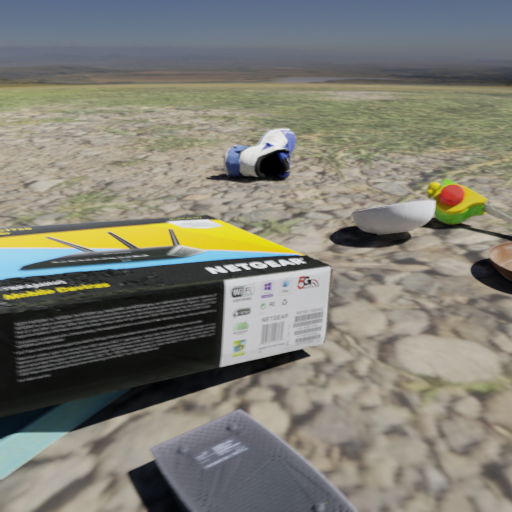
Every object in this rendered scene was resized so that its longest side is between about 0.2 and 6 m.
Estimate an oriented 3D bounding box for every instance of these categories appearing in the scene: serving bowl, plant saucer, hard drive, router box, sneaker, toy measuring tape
[{"bbox_3d":[2.378,-0.624,9.666,1.406,0.462,1.406,-8,1,0],"label":"serving bowl"},{"bbox_3d":[4.187,0.186,8.060,1.635,0.299,1.635,0,20,0],"label":"plant saucer"},{"bbox_3d":[-0.072,1.707,4.076,0.952,0.299,1.411,-15,25,-34],"label":"hard drive"},{"bbox_3d":[-2.252,1.436,4.852,1.065,0.289,3.047,12,24,29],"label":"plant saucer"},{"bbox_3d":[-1.583,0.355,5.997,3.854,0.984,2.874,-6,18,-33],"label":"router box"},{"bbox_3d":[0.462,-2.443,14.206,1.407,0.984,2.436,19,35,33],"label":"sneaker"},{"bbox_3d":[3.858,-0.738,10.124,0.767,0.767,2.085,-15,41,-34],"label":"toy measuring tape"}]
